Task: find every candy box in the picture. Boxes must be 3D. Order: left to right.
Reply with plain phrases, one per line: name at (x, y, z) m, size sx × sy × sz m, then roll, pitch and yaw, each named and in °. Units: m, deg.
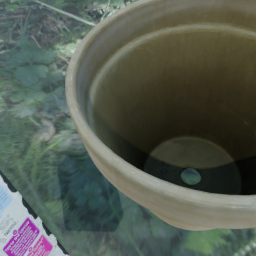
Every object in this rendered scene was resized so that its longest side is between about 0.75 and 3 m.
candy box at (-1.441, 1.196, 3.055) m, size 1.241 × 1.820 × 0.555 m, roll -1°, pitch 38°, yaw 32°

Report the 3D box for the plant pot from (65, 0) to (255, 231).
plant pot at (0.914, 0.093, 3.521) m, size 2.796 × 2.426 × 2.796 m, roll -3°, pitch 53°, yaw 5°
